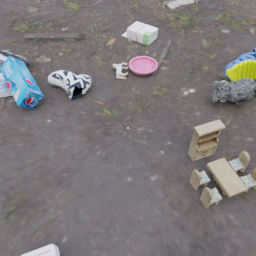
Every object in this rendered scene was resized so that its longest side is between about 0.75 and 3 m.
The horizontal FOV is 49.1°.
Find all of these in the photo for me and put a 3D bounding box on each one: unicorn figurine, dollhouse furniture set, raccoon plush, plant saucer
[{"bbox_3d":[-0.308,-2.298,10.944,0.637,0.343,0.928,-4,53,11],"label":"unicorn figurine"},{"bbox_3d":[2.474,0.900,7.540,1.618,1.226,1.846,-17,51,-14],"label":"dollhouse furniture set"},{"bbox_3d":[3.652,-1.329,9.157,1.279,1.909,0.924,0,79,-24],"label":"raccoon plush"},{"bbox_3d":[0.602,-2.426,11.109,1.134,0.287,1.134,0,48,0],"label":"plant saucer"}]

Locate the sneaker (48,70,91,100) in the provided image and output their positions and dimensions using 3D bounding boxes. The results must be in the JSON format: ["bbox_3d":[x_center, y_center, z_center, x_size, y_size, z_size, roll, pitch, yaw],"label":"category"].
[{"bbox_3d":[-2.178,-1.507,10.049,1.602,0.639,1.043,11,40,-3],"label":"sneaker"}]

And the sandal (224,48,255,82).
[{"bbox_3d":[4.627,-2.433,10.743,2.568,1.021,1.118,-18,44,-24],"label":"sandal"}]

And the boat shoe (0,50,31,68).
[{"bbox_3d":[-4.768,-2.735,11.075,1.971,0.728,0.673,17,48,20],"label":"boat shoe"}]

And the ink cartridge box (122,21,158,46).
[{"bbox_3d":[0.517,-4.332,12.650,1.456,0.490,0.853,26,54,21],"label":"ink cartridge box"}]

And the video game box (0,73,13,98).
[{"bbox_3d":[-4.721,-1.590,10.364,1.265,0.296,1.152,-12,47,-12],"label":"video game box"}]

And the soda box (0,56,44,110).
[{"bbox_3d":[-3.713,-1.581,9.720,0.673,0.636,1.983,-46,60,17],"label":"soda box"}]

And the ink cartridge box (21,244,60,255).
[{"bbox_3d":[-1.789,3.151,5.952,0.783,0.454,1.061,-17,59,-9],"label":"ink cartridge box"}]
